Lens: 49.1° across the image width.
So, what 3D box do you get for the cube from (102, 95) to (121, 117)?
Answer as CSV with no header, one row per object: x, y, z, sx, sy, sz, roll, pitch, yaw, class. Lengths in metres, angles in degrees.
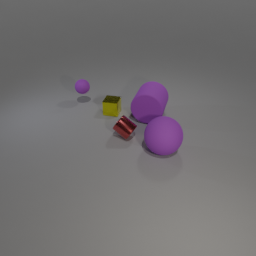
-0.721,-1.002,12.698,0.700,0.700,0.700,7,33,11,cube

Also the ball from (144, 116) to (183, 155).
1.275,0.277,10.062,1.400,1.400,1.400,0,33,0,ball

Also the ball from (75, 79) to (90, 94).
-2.149,-1.947,13.181,0.700,0.700,0.700,0,33,0,ball

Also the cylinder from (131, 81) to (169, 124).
0.960,-1.123,12.183,1.400,1.400,1.400,9,34,14,cylinder

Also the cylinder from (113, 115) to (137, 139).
-0.122,-0.025,10.938,0.700,0.700,0.700,40,40,1,cylinder
